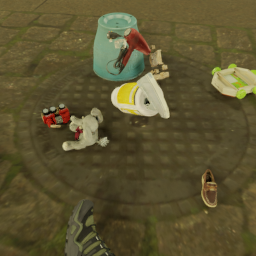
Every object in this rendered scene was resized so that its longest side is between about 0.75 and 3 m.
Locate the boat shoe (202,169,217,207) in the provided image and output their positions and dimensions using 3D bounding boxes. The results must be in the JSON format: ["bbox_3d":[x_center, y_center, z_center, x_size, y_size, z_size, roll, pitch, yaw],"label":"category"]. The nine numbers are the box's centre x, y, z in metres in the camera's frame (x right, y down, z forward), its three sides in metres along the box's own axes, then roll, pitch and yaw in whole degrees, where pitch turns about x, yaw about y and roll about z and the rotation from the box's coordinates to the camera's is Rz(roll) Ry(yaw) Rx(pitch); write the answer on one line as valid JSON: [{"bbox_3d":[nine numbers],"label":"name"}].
[{"bbox_3d":[2.531,1.827,8.659,0.443,0.442,1.229,6,45,6],"label":"boat shoe"}]

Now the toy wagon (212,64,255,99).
[{"bbox_3d":[5.155,-2.187,12.721,2.565,0.507,1.990,-15,47,-16],"label":"toy wagon"}]

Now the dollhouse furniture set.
[{"bbox_3d":[1.138,-3.006,12.705,0.805,1.648,1.406,-12,7,-13],"label":"dollhouse furniture set"}]

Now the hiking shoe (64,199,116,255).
[{"bbox_3d":[-0.832,3.233,6.942,1.497,1.126,2.974,5,52,-9],"label":"hiking shoe"}]

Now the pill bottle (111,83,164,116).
[{"bbox_3d":[0.254,-1.114,10.587,1.188,1.188,2.134,-29,22,-27],"label":"pill bottle"}]

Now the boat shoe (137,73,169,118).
[{"bbox_3d":[0.820,-0.967,9.300,0.690,1.937,0.676,-25,43,8],"label":"boat shoe"}]

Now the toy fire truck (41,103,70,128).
[{"bbox_3d":[-2.690,-0.332,10.756,1.009,0.738,1.146,-20,59,-20],"label":"toy fire truck"}]

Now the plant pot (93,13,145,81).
[{"bbox_3d":[-0.452,-3.931,13.141,2.559,2.404,2.559,0,44,0],"label":"plant pot"}]

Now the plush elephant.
[{"bbox_3d":[-1.511,0.022,9.897,1.657,1.283,1.365,9,45,9],"label":"plush elephant"}]

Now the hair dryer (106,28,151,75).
[{"bbox_3d":[0.004,-2.944,10.604,2.095,1.596,0.569,-17,34,-31],"label":"hair dryer"}]
